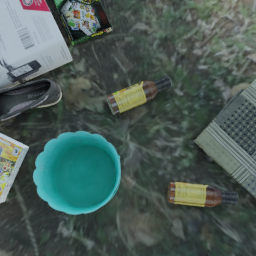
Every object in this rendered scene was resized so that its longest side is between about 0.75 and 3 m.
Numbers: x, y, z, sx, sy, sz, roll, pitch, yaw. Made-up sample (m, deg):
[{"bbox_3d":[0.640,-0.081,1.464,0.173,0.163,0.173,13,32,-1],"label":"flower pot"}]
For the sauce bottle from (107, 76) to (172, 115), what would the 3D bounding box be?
[{"bbox_3d":[0.306,-0.897,7.370,1.726,0.558,0.558,-23,77,-8],"label":"sauce bottle"}]

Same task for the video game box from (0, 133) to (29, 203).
[{"bbox_3d":[-3.495,0.806,6.835,1.649,0.386,1.502,24,93,5],"label":"video game box"}]

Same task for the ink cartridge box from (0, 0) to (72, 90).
[{"bbox_3d":[-3.124,-2.255,7.394,2.643,1.102,1.920,-25,77,-5],"label":"ink cartridge box"}]

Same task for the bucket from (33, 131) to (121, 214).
[{"bbox_3d":[-1.072,1.065,6.501,1.910,1.243,1.910,0,76,1],"label":"bucket"}]

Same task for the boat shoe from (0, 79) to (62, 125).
[{"bbox_3d":[-3.029,-0.685,7.179,2.636,0.751,0.881,-20,80,-5],"label":"boat shoe"}]

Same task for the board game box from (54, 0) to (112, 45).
[{"bbox_3d":[-1.475,-3.668,8.208,1.258,0.282,2.401,-22,77,-3],"label":"board game box"}]

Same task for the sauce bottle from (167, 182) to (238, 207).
[{"bbox_3d":[1.773,1.624,6.725,1.619,0.534,0.534,7,76,1],"label":"sauce bottle"}]

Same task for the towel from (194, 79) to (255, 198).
[{"bbox_3d":[3.438,0.344,7.170,2.558,0.459,2.657,-43,82,-7],"label":"towel"}]
